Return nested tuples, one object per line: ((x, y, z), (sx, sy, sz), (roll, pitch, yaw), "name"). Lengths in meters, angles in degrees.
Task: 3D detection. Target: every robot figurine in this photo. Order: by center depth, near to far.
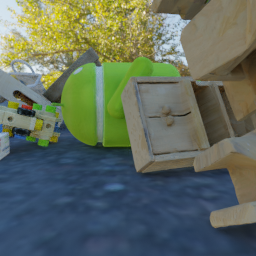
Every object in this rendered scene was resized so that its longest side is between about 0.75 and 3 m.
((0.002, -0.413, 5.041), (2.571, 1.488, 2.256), (-1, 1, -7), "robot figurine")

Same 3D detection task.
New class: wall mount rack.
((-4.323, -1.349, 11.241), (2.482, 1.065, 2.857), (4, -37, 16), "wall mount rack")

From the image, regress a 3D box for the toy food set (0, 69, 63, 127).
((-3.138, -0.741, 8.112), (2.107, 0.887, 2.936), (36, -8, -25), "toy food set")

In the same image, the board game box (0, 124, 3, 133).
((-3.479, -0.119, 6.786), (1.974, 0.444, 1.501), (-2, 8, -2), "board game box")

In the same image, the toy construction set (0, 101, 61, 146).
((-2.136, -0.123, 4.959), (2.018, 0.929, 1.323), (-3, 6, -22), "toy construction set")

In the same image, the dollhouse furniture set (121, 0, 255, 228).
((1.223, -0.521, 2.661), (1.794, 2.533, 2.757), (-4, -22, -20), "dollhouse furniture set")

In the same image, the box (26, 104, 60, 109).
((-4.074, -0.914, 13.223), (1.534, 0.461, 0.895), (1, 7, 8), "box")

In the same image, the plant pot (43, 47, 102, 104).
((-1.192, -1.066, 8.223), (1.951, 1.693, 1.951), (-41, 17, 15), "plant pot")

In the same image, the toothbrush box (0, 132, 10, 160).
((-2.277, 0.281, 4.151), (0.840, 0.362, 0.612), (1, 7, -7), "toothbrush box")
